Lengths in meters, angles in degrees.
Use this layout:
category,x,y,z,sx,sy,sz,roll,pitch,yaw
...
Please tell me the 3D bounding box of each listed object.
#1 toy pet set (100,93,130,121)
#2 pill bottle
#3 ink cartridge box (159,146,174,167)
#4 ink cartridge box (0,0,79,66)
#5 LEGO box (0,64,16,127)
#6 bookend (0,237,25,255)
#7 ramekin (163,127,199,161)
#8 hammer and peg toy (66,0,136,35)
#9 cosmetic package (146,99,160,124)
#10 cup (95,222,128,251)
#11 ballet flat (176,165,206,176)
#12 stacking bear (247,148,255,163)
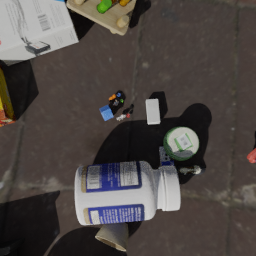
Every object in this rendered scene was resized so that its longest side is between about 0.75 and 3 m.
category,x,y,z,sx,sy,sz,roll,pitch,yaw
toy pet set,-0.454,-0.622,8.568,0.797,0.454,0.854,-25,77,-3
pill bottle,-0.002,1.724,7.633,2.651,1.586,1.586,-4,80,0
ink cartridge box,1.182,0.969,8.482,0.389,0.183,0.827,-5,80,0
ink cartridge box,-3.056,-3.294,8.800,2.484,1.040,1.802,-20,81,-4
LEGO box,-4.512,-0.956,8.514,1.516,0.786,2.036,-18,80,-3
bookend,-3.898,4.483,7.372,2.441,1.124,2.426,-14,80,-3
ramekin,1.570,0.434,8.170,1.019,0.498,1.019,0,82,-1
hammer and peg toy,-1.023,-4.357,8.485,2.836,1.000,2.086,21,79,-24
cosmetic package,0.770,-0.503,8.652,0.384,0.280,0.756,-3,76,1
cup,-0.355,2.926,7.846,0.924,0.924,0.661,24,61,4
ballet flat,1.881,1.262,8.362,0.929,0.339,0.339,0,80,0
stacking bear,4.091,1.080,7.740,0.746,0.797,1.312,-45,56,10
